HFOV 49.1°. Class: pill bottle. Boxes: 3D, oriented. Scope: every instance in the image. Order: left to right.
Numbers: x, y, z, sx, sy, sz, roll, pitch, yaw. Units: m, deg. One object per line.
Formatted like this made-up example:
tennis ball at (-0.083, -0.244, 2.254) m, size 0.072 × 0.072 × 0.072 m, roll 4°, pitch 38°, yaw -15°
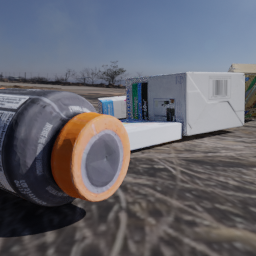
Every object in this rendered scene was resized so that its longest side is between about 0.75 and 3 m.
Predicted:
pill bottle at (-1.219, 0.178, 3.559) m, size 2.534 × 1.346 × 1.346 m, roll 8°, pitch 13°, yaw 36°

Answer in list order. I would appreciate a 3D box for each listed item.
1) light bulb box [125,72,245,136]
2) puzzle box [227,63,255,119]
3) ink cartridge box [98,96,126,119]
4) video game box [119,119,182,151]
light bulb box at (1.614, -0.768, 8.255) m, size 2.499 × 1.573 × 2.521 m, roll -7°, pitch 9°, yaw -36°
puzzle box at (4.004, -1.132, 9.500) m, size 1.883 × 0.360 × 2.831 m, roll 1°, pitch -27°, yaw 1°
ink cartridge box at (-0.009, -0.810, 10.483) m, size 2.089 × 0.709 × 1.203 m, roll -7°, pitch 13°, yaw -11°
video game box at (-0.037, 0.112, 6.700) m, size 2.002 × 0.469 × 1.824 m, roll -9°, pitch 12°, yaw -42°
